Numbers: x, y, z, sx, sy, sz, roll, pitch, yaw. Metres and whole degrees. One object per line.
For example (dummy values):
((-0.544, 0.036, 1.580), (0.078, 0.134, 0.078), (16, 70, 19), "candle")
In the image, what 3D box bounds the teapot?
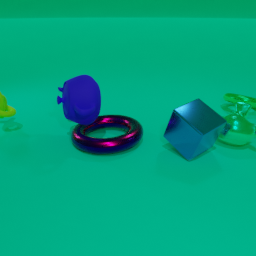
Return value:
((-1.280, -0.720, 6.985), (0.989, 1.256, 2.019), (-3, 24, -24), "teapot")

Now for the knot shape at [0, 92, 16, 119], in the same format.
((-3.576, -0.641, 7.820), (0.490, 1.061, 0.992), (-39, -1, -14), "knot shape")

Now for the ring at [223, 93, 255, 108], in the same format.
((3.866, -0.893, 9.298), (1.384, 0.277, 1.384), (14, 8, -2), "ring")

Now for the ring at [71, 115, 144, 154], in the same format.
((-0.537, 0.115, 7.261), (1.884, 0.377, 1.884), (-3, 24, 1), "ring")

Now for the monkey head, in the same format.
((2.707, -0.143, 6.991), (1.572, 1.131, 0.947), (17, 3, 30), "monkey head")

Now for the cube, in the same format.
((1.519, 0.023, 6.461), (0.896, 0.896, 0.896), (-24, 56, -32), "cube")
